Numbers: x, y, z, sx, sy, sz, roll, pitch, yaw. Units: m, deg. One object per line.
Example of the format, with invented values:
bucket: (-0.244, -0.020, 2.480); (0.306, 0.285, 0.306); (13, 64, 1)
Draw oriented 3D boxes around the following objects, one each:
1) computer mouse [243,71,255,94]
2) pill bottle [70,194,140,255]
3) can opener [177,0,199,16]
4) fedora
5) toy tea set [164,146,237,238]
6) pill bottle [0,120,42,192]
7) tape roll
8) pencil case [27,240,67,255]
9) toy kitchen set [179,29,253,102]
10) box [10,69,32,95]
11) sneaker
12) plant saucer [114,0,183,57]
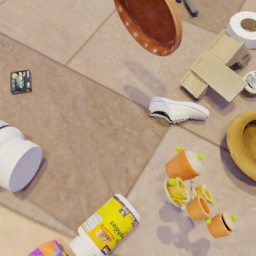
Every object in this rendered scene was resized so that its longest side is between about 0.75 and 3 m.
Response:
computer mouse: (4.789, -1.736, 9.706); (2.277, 0.499, 1.248); (-23, 70, -17)
pill bottle: (-0.599, 2.617, 7.237); (1.764, 0.964, 0.964); (-40, 70, -17)
can opener: (2.371, -5.126, 11.505); (0.505, 0.403, 1.510); (-31, 64, 21)
fedora: (3.936, 0.664, 8.195); (2.459, 1.003, 2.459); (0, 57, 0)
toy tea set: (1.442, 1.207, 5.240); (0.720, 1.946, 1.157); (-35, 27, 23)
pill bottle: (-4.036, 0.505, 7.880); (2.936, 1.699, 1.699); (25, 66, 12)
tape roll: (4.541, -3.740, 10.666); (1.464, 0.512, 1.464); (0, 64, 0)
pencil case: (-1.458, 3.964, 6.505); (1.177, 1.177, 2.664); (-36, 67, -16)
toy kitchen set: (3.348, -1.725, 9.521); (1.754, 1.939, 2.150); (48, 112, 23)
box: (-3.735, -1.607, 9.773); (0.682, 0.197, 0.858); (-10, 64, -5)
sneaker: (1.590, -0.455, 8.987); (1.925, 0.703, 0.681); (12, 68, 16)
plant saucer: (0.463, -2.680, 6.548); (0.350, 2.171, 2.171); (-41, 70, -13)
